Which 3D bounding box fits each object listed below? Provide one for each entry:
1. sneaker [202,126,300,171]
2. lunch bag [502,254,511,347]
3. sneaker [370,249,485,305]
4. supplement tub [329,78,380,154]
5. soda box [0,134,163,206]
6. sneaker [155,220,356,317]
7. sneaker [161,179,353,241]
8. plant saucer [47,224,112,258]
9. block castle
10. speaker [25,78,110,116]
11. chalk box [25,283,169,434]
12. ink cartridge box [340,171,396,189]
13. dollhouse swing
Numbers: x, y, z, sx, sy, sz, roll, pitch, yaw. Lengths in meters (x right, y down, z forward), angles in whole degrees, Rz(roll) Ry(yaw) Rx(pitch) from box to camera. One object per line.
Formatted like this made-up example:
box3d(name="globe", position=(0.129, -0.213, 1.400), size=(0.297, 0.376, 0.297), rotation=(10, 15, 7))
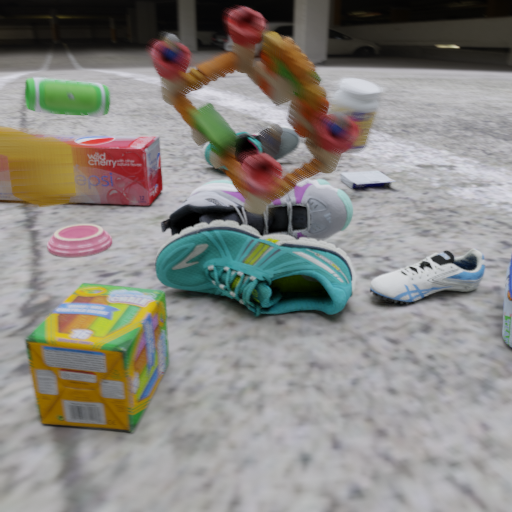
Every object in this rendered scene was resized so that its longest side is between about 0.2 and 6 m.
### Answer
box3d(name="sneaker", position=(0.051, -2.812, 14.713), size=(2.737, 1.144, 1.652), rotation=(-14, 21, -12))
box3d(name="lunch bag", position=(4.435, 0.673, 6.890), size=(2.567, 0.970, 2.057), rotation=(9, 26, 22))
box3d(name="sneaker", position=(2.499, 0.260, 8.207), size=(1.855, 0.672, 0.667), rotation=(-9, 26, -17))
box3d(name="supplement tub", position=(2.072, -3.037, 12.172), size=(0.998, 1.373, 0.998), rotation=(8, 36, -6))
box3d(name="soda box", position=(-4.086, -1.947, 12.489), size=(3.814, 1.335, 1.209), rotation=(2, 23, 5))
box3d(name="sneaker", position=(-0.064, 0.236, 7.822), size=(2.888, 1.119, 1.150), rotation=(4, 32, 8))
box3d(name="sneaker", position=(-0.115, -0.478, 9.446), size=(3.165, 1.230, 2.214), rotation=(1, 23, 26))
box3d(name="plant saucer", position=(-3.156, -0.306, 10.008), size=(1.118, 0.283, 1.118), rotation=(1, 23, 0))
box3d(name="block castle", position=(-0.032, -1.854, 6.813), size=(1.581, 1.110, 2.365), rotation=(-31, 72, -17))
box3d(name="speaker", position=(-3.527, -2.969, 10.499), size=(1.443, 0.638, 0.638), rotation=(-4, 22, -28))
box3d(name="chalk box", position=(-1.575, 0.953, 6.106), size=(1.029, 1.022, 1.649), rotation=(4, 24, 7))
box3d(name="ink cartridge box", position=(2.711, -1.820, 13.637), size=(1.046, 0.213, 1.048), rotation=(-5, 24, -12))
box3d(name="dollhouse swing", position=(-2.628, -0.961, 6.262), size=(0.887, 0.806, 0.780), rotation=(-3, 3, 39))
